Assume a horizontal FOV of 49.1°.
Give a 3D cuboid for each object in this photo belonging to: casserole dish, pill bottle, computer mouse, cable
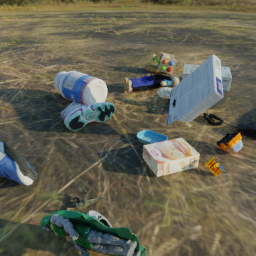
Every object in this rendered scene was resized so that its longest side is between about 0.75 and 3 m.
[{"bbox_3d":[0.827,0.381,9.647,1.122,0.218,0.680,19,34,30],"label":"casserole dish"},{"bbox_3d":[-2.177,-1.768,12.388,2.390,1.342,1.342,24,37,37],"label":"pill bottle"},{"bbox_3d":[4.011,-0.192,10.450,2.645,0.450,0.775,22,37,35],"label":"computer mouse"},{"bbox_3d":[2.736,-1.277,12.195,2.464,0.626,2.011,-20,32,-30],"label":"cable"}]

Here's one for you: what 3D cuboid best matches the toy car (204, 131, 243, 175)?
[{"bbox_3d":[2.925,0.863,8.729,1.939,0.951,0.645,-40,90,-27],"label":"toy car"}]

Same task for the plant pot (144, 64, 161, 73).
[{"bbox_3d":[1.500,-3.498,16.540,1.165,0.160,1.165,11,29,-6],"label":"plant pot"}]

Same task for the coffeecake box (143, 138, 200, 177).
[{"bbox_3d":[1.275,0.852,8.494,1.366,0.499,1.048,-11,31,-18],"label":"coffeecake box"}]

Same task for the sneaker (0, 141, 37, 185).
[{"bbox_3d":[-3.723,0.988,7.976,2.890,1.094,1.113,23,61,32],"label":"sneaker"}]

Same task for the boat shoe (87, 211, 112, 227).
[{"bbox_3d":[-0.636,2.143,6.338,0.355,0.324,0.986,-17,33,-28],"label":"boat shoe"}]

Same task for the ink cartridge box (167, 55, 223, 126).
[{"bbox_3d":[2.281,-1.207,9.660,0.434,2.137,2.133,33,44,-19],"label":"ink cartridge box"}]

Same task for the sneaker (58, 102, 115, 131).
[{"bbox_3d":[-1.697,-0.731,11.022,2.129,0.827,1.489,-18,35,-31],"label":"sneaker"}]

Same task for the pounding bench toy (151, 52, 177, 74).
[{"bbox_3d":[2.004,-3.812,16.268,1.377,0.855,1.074,14,29,-4],"label":"pounding bench toy"}]

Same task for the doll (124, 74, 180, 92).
[{"bbox_3d":[1.278,-2.360,14.116,2.831,0.686,1.931,-7,24,-13],"label":"doll"}]

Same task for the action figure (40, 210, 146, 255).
[{"bbox_3d":[-0.872,2.172,5.658,2.322,1.372,0.635,6,41,29],"label":"action figure"}]

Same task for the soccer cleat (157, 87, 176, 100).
[{"bbox_3d":[1.956,-1.445,12.067,1.436,0.498,0.557,16,6,12],"label":"soccer cleat"}]

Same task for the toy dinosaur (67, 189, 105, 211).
[{"bbox_3d":[-1.122,1.826,7.020,1.028,0.244,0.453,-19,49,-31],"label":"toy dinosaur"}]

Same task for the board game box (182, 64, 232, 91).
[{"bbox_3d":[4.057,-2.683,14.639,2.380,0.765,1.756,8,29,11],"label":"board game box"}]
